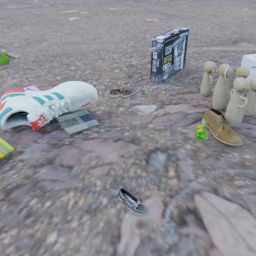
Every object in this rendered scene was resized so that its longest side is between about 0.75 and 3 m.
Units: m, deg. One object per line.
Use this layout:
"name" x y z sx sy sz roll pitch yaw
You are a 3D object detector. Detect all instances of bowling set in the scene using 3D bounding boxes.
"bowling set" 3.629 -1.342 8.920 1.966 1.516 2.824 -6 33 -9

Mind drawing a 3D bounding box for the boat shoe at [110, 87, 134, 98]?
"boat shoe" -0.217 -1.299 9.969 0.884 0.318 0.319 -6 33 -9

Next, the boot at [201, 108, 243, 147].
"boot" 2.607 -0.037 7.776 0.554 0.568 1.506 -11 37 -24

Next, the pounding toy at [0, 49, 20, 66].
"pounding toy" -6.025 -3.426 12.922 1.201 0.722 1.556 20 38 28

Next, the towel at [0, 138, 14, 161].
"towel" -4.038 0.914 6.274 1.182 0.248 2.747 33 42 14

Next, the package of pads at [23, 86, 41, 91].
"package of pads" -3.507 -1.079 9.549 1.065 0.403 0.642 -24 37 -33

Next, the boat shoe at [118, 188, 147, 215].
"boat shoe" 0.075 1.488 5.701 0.253 0.216 0.757 -27 42 -36

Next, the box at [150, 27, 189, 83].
"box" 1.686 -2.987 11.325 0.541 1.714 2.173 21 37 29

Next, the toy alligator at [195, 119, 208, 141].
"toy alligator" 1.908 0.077 7.406 0.279 0.305 1.028 -26 19 25

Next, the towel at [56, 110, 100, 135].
"towel" -1.512 -0.166 8.386 1.042 0.180 1.003 -17 39 -29

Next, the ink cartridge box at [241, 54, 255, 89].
"ink cartridge box" 5.821 -2.013 10.333 2.681 1.114 1.965 -9 34 -13

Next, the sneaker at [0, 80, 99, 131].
"sneaker" -2.305 -0.512 8.227 2.977 1.048 1.392 -6 48 -4
